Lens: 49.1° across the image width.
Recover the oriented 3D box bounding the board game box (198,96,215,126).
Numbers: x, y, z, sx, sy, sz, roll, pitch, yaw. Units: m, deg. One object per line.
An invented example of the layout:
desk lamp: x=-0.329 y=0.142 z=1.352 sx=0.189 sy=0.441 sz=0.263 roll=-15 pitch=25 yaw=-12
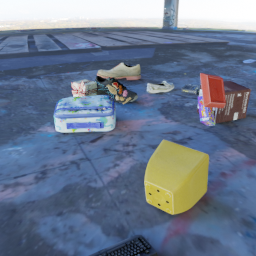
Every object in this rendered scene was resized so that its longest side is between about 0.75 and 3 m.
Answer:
board game box: x=2.897 y=-0.604 z=10.303 sx=0.301 sy=0.905 sz=1.346 roll=-8 pitch=-9 yaw=25

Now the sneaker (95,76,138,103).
sneaker: x=-0.733 y=-2.036 z=14.724 sx=2.738 sy=1.085 sz=1.032 roll=15 pitch=28 yaw=26

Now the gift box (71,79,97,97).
gift box: x=-2.331 y=-2.049 z=14.708 sx=1.020 sy=1.105 sz=1.032 roll=14 pitch=27 yaw=32

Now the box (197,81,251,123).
box: x=4.253 y=-1.207 z=12.575 sx=1.714 sy=1.422 sz=1.408 roll=-10 pitch=27 yaw=-19

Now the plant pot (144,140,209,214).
plant pot: x=1.168 y=1.392 z=7.363 sx=1.376 sy=1.385 sz=1.417 roll=18 pitch=41 yaw=33

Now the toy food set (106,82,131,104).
toy food set: x=-0.325 y=-1.311 z=10.293 sx=0.584 sy=0.919 sz=0.145 roll=-38 pitch=-1 yaw=-26

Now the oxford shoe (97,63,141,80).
oxford shoe: x=-0.592 y=-3.764 z=18.280 sx=2.893 sy=1.068 sz=1.024 roll=0 pitch=26 yaw=1

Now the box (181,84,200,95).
box: x=3.637 y=-2.227 z=15.994 sx=0.895 sy=0.289 sz=1.135 roll=11 pitch=27 yaw=24

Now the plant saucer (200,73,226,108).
plant saucer: x=2.325 y=-1.009 z=7.526 sx=0.918 sy=0.917 sz=0.169 roll=-1 pitch=-7 yaw=-38

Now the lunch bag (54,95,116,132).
lunch bag: x=-1.766 y=-0.600 z=11.810 sx=2.538 sy=1.046 sz=2.040 roll=-2 pitch=29 yaw=-1

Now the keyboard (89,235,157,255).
keyboard: x=-0.277 y=2.854 z=5.580 sx=1.963 sy=0.202 sz=1.247 roll=-15 pitch=29 yaw=-26

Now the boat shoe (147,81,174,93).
boat shoe: x=1.880 y=-2.394 z=16.014 sx=1.783 sy=0.572 sz=0.657 roll=-11 pitch=28 yaw=-22
